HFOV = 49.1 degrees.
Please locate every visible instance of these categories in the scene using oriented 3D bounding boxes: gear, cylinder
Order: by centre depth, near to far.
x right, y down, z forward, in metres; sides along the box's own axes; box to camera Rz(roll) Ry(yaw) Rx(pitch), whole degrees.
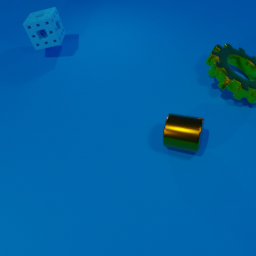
[{"bbox_3d":[1.394,0.112,6.999,0.871,0.871,0.871,10,54,18],"label":"cylinder"},{"bbox_3d":[3.276,-1.644,8.219,2.056,0.380,2.056,12,51,-16],"label":"gear"}]

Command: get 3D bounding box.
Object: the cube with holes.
[{"bbox_3d":[-2.641,-3.179,8.968,0.881,0.881,0.881,-9,42,10],"label":"cube with holes"}]
